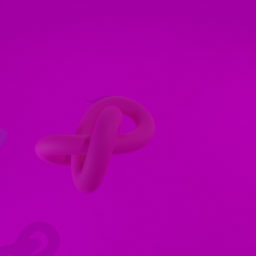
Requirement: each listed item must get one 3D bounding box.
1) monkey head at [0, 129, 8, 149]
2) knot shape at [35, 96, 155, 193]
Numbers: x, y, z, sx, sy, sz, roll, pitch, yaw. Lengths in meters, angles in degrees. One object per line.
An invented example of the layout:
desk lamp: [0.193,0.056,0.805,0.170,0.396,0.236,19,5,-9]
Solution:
monkey head: [-1.908,0.425,3.468,0.783,0.656,1.089,43,27,3]
knot shape: [-0.269,0.077,3.028,1.236,0.610,1.321,-38,17,-30]
